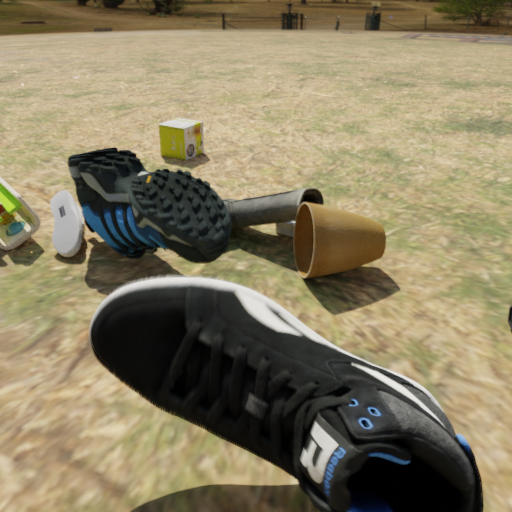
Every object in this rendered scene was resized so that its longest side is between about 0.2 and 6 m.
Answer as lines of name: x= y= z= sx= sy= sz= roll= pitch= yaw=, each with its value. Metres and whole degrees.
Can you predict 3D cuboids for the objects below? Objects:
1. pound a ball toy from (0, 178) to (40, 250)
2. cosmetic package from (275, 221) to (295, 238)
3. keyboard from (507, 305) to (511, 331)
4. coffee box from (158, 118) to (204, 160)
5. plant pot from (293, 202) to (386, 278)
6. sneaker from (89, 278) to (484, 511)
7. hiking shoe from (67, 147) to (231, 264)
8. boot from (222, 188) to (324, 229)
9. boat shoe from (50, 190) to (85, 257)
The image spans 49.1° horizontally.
pound a ball toy: x=-4.910 y=-0.696 z=10.180 sx=1.358 sy=0.885 sz=2.083 roll=-42 pitch=43 yaw=-17
cosmetic package: x=0.753 y=-0.507 z=10.199 sx=0.742 sy=0.275 sz=0.377 roll=16 pitch=30 yaw=31
keyboard: x=4.686 y=1.033 z=7.162 sx=2.668 sy=0.342 sz=1.602 roll=4 pitch=34 yaw=5
coffee box: x=-1.927 y=-3.030 z=14.495 sx=0.840 sy=0.839 sz=0.831 roll=15 pitch=31 yaw=27
plant pot: x=1.335 y=-0.246 z=8.807 sx=1.263 sy=1.177 sz=1.177 roll=-1 pitch=27 yaw=-12
sneaker: x=0.169 y=1.128 z=4.463 sx=3.486 sy=1.273 sz=1.950 roll=20 pitch=3 yaw=-1
hiking shoe: x=-1.645 y=-0.581 z=8.894 sx=1.314 sy=1.531 sz=3.532 roll=-25 pitch=41 yaw=-36
boot: x=-0.068 y=-0.700 z=9.669 sx=2.012 sy=0.730 sz=1.829 roll=5 pitch=26 yaw=34
boat shoe: x=-3.277 y=-0.500 z=9.893 sx=0.564 sy=0.515 sz=1.568 roll=-34 pitch=49 yaw=3
